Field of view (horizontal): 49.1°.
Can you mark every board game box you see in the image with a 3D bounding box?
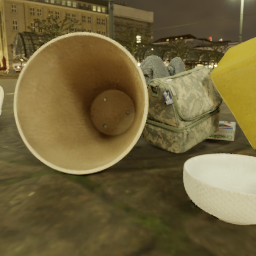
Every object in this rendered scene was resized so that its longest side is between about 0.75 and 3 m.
[{"bbox_3d":[2.254,0.011,8.636,1.966,0.340,1.241,5,13,21],"label":"board game box"}]

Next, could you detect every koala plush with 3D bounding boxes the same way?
[{"bbox_3d":[1.154,-1.713,13.232,2.468,2.558,2.783,-7,-7,-42],"label":"koala plush"}]

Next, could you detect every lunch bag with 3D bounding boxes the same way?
[{"bbox_3d":[1.386,-0.584,7.205,2.111,1.771,1.471,-23,30,-36],"label":"lunch bag"}]

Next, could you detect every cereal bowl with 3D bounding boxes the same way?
[{"bbox_3d":[1.556,0.889,3.980,1.558,0.649,1.558,0,13,0],"label":"cereal bowl"}]

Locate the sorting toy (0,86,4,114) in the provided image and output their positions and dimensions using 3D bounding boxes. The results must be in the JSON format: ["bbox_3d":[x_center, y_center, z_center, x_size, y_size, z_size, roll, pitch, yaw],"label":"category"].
[{"bbox_3d":[-5.543,-0.624,9.821,2.487,1.328,2.238,-7,22,-34],"label":"sorting toy"}]

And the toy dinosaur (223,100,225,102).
[{"bbox_3d":[3.338,-1.314,14.165,2.885,0.872,1.533,-6,36,-2],"label":"toy dinosaur"}]

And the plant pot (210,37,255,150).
[{"bbox_3d":[3.738,-1.220,6.663,2.277,2.226,2.211,-26,14,42],"label":"plant pot"}]

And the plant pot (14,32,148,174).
[{"bbox_3d":[-0.659,-0.458,6.561,2.640,2.640,2.818,3,0,11],"label":"plant pot"}]
